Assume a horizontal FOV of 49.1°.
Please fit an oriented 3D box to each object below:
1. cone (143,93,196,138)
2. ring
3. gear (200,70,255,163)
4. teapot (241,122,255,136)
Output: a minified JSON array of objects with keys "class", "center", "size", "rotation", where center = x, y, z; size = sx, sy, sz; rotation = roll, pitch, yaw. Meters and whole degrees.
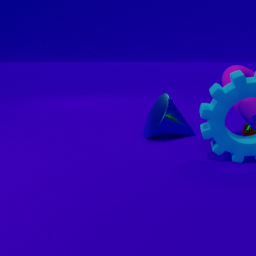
[{"class":"cone","center":[1.092,-0.061,6.400],"size":[1.098,1.094,1.094],"rotation":[25,10,-13]},{"class":"ring","center":[2.722,-0.481,5.692],"size":[2.020,0.404,2.020],"rotation":[25,39,-23]},{"class":"gear","center":[1.998,-0.165,4.614],"size":[1.562,1.562,0.289],"rotation":[2,26,8]},{"class":"teapot","center":[2.723,0.027,5.760],"size":[0.712,0.561,1.146],"rotation":[13,42,24]}]
